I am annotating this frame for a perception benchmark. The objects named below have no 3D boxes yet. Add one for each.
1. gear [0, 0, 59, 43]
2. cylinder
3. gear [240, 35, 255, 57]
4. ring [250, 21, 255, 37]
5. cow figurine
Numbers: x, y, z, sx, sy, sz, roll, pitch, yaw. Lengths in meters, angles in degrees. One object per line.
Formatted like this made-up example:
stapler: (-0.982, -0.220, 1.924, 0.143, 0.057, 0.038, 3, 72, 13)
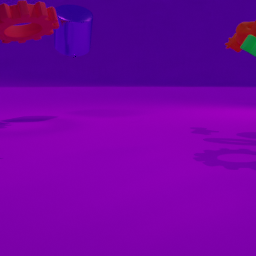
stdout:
gear: (-3.128, -3.065, 8.274, 2.090, 0.387, 2.090, -14, 2, 0)
cylinder: (-2.004, -3.551, 10.216, 1.360, 1.360, 1.360, 7, 45, -7)
gear: (2.662, -1.157, 4.895, 1.414, 0.262, 1.414, 25, 24, -12)
ring: (3.440, -2.062, 6.252, 1.358, 1.358, 0.272, 5, 8, 27)
cow figurine: (3.109, -2.507, 7.695, 0.999, 0.557, 1.015, 26, -12, 40)
